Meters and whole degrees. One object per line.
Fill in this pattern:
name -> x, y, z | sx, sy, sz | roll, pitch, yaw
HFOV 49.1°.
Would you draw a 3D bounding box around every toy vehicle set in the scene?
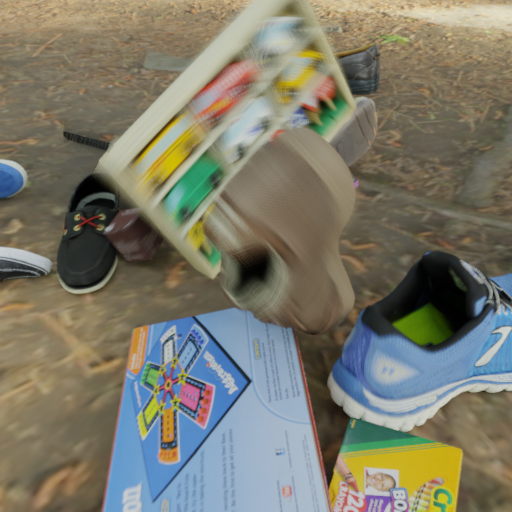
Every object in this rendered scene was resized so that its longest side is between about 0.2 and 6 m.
toy vehicle set -> -0.179, -1.766, 7.936 | 0.484, 2.266, 3.647 | 23, 69, 47

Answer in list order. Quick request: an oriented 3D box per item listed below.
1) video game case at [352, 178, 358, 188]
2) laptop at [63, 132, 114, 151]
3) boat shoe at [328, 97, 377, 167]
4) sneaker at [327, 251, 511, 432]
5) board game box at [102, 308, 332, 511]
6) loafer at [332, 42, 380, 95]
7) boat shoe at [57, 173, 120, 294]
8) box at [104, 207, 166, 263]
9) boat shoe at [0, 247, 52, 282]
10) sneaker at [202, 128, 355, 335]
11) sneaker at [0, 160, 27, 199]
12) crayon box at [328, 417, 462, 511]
video game case -> 1.380, -1.312, 10.612 | 0.781, 0.154, 0.862 | 24, 47, 29
laptop -> -1.135, -2.251, 9.523 | 3.110, 1.606, 2.756 | 7, 10, -44
boat shoe -> 0.799, -1.721, 10.020 | 1.243, 1.263, 3.390 | 27, 57, 36
sneaker -> 2.550, 0.756, 6.617 | 3.642, 1.624, 1.431 | -16, 40, -31
board game box -> -0.413, 1.952, 5.587 | 2.080, 0.393, 4.042 | -11, 33, 2
loafer -> 1.562, -4.969, 14.610 | 3.358, 1.214, 1.222 | -2, 38, -1
boat shoe -> -2.681, -0.426, 8.971 | 0.938, 0.804, 2.565 | -1, 39, -5
box -> -1.839, -0.321, 8.556 | 0.540, 0.650, 0.534 | -6, 40, 32
boat shoe -> -4.032, 0.230, 8.260 | 1.890, 0.678, 0.641 | 6, 69, -13
sneaker -> 0.171, 0.118, 5.403 | 1.199, 3.174, 1.118 | -36, 61, -13
sneaker -> -5.156, -1.114, 9.828 | 2.053, 0.788, 1.142 | -4, 31, 1
crayon box -> 1.175, 2.543, 5.156 | 1.147, 0.562, 1.930 | 12, 40, 18
